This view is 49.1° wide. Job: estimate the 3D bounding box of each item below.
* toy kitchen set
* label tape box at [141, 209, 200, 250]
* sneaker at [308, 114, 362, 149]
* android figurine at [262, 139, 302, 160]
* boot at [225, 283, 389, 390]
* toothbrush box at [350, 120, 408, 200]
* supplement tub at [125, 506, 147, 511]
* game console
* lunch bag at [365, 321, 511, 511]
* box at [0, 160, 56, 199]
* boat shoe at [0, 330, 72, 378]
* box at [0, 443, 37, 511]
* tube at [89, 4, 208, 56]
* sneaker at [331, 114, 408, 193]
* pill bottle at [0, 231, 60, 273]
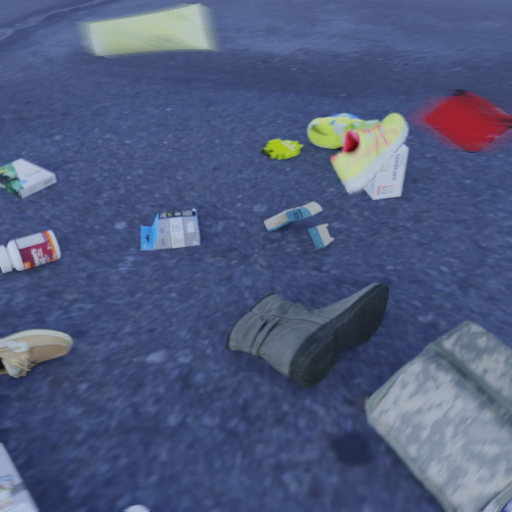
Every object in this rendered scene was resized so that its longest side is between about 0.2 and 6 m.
[{"bbox_3d":[0.880,-0.515,11.627,0.673,0.916,1.143,-28,8,-32],"label":"toy kitchen set"},{"bbox_3d":[-1.800,-0.550,11.620,1.203,0.398,0.862,-4,37,-8],"label":"label tape box"},{"bbox_3d":[2.728,-3.314,14.834,2.587,0.980,1.359,22,42,28],"label":"sneaker"},{"bbox_3d":[0.712,-2.827,14.826,1.052,0.216,0.958,-18,40,-20],"label":"android figurine"},{"bbox_3d":[0.878,0.953,9.271,1.749,0.906,2.677,24,41,37],"label":"boot"},{"bbox_3d":[2.814,-2.300,13.252,0.734,1.241,1.704,-9,38,-12],"label":"toothbrush box"},{"bbox_3d":[-1.615,3.423,5.840,1.435,0.947,0.947,-26,44,-31],"label":"supplement tub"},{"bbox_3d":[3.246,-1.923,8.227,0.929,0.640,1.078,6,35,-39],"label":"game console"},{"bbox_3d":[2.724,2.223,7.037,1.900,1.579,2.265,-30,44,-13],"label":"lunch bag"},{"bbox_3d":[-5.669,-1.878,13.517,1.370,0.249,0.988,22,42,28],"label":"box"},{"bbox_3d":[-3.747,1.586,8.642,1.758,0.650,0.583,-9,49,-7],"label":"boat shoe"},{"bbox_3d":[-3.753,3.020,6.805,1.641,0.433,2.105,-26,45,-32],"label":"box"},{"bbox_3d":[-1.641,-3.448,8.638,1.776,0.515,0.461,-15,53,-21],"label":"tube"},{"bbox_3d":[1.738,-1.752,8.634,1.616,0.730,0.632,-51,15,-25],"label":"sneaker"},{"bbox_3d":[-4.398,-0.065,10.800,1.081,0.592,0.592,-20,41,-24],"label":"pill bottle"}]
